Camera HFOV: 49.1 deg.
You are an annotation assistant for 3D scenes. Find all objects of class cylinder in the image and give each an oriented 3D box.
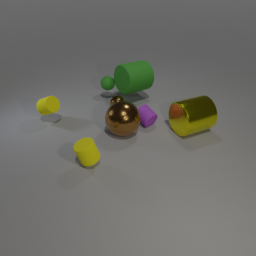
[{"bbox_3d":[-1.357,0.788,9.281,0.700,0.700,0.700,-15,35,10],"label":"cylinder"},{"bbox_3d":[2.560,-0.493,11.148,1.400,1.400,1.400,-15,35,-21],"label":"cylinder"},{"bbox_3d":[0.274,-2.397,13.221,1.400,1.400,1.400,-19,37,-31],"label":"cylinder"},{"bbox_3d":[0.756,-0.514,11.690,0.700,0.700,0.700,-25,61,-35],"label":"cylinder"},{"bbox_3d":[-3.305,-0.926,11.609,0.700,0.700,0.700,-10,20,40],"label":"cylinder"}]

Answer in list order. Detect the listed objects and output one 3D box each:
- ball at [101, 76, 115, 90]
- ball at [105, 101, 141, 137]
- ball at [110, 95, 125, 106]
[{"bbox_3d":[-0.986,-2.180,13.634,0.700,0.700,0.700,0,32,0],"label":"ball"},{"bbox_3d":[-0.199,-0.365,10.942,1.400,1.400,1.400,0,32,0],"label":"ball"},{"bbox_3d":[-0.483,-1.159,12.879,0.700,0.700,0.700,0,32,0],"label":"ball"}]
